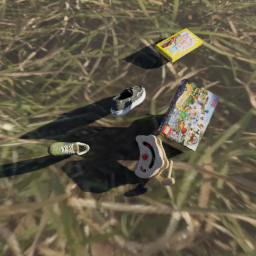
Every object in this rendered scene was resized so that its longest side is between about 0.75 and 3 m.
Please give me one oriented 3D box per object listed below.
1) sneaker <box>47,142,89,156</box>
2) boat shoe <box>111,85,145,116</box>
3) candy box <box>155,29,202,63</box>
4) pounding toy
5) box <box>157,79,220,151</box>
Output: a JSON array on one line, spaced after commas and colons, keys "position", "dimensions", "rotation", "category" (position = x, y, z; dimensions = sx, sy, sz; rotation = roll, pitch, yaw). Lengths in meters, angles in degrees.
[{"position": [-1.498, 0.524, 7.284], "dimensions": [0.492, 1.095, 0.367], "rotation": [-14, 77, 39], "category": "sneaker"}, {"position": [0.044, -0.937, 8.357], "dimensions": [0.588, 0.485, 1.713], "rotation": [14, 37, 23], "category": "boat shoe"}, {"position": [1.875, -3.045, 10.253], "dimensions": [1.691, 0.223, 0.865], "rotation": [-35, 72, -27], "category": "candy box"}, {"position": [0.661, 0.912, 7.436], "dimensions": [0.821, 0.824, 1.436], "rotation": [-25, 67, 22], "category": "pounding toy"}, {"position": [1.668, -0.354, 7.714], "dimensions": [1.129, 0.312, 1.654], "rotation": [27, 86, -10], "category": "box"}]
